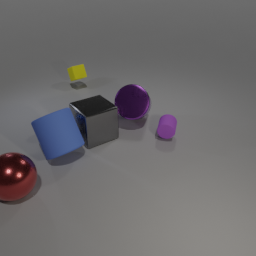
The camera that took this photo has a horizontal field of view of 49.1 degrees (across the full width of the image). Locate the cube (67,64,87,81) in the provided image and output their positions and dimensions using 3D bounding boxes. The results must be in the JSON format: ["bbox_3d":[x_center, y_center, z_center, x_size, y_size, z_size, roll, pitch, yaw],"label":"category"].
[{"bbox_3d":[-2.712,-2.942,14.918,0.700,0.700,0.700,-21,12,-31],"label":"cube"}]

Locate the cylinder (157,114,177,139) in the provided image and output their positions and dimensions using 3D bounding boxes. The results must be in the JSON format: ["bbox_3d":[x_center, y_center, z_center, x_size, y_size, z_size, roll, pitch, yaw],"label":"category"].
[{"bbox_3d":[1.518,-0.060,10.856,0.700,0.700,0.700,7,38,12],"label":"cylinder"}]

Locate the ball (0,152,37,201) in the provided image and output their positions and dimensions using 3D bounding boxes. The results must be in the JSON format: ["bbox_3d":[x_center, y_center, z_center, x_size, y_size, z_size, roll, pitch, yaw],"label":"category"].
[{"bbox_3d":[-3.364,1.401,8.123,1.400,1.400,1.400,0,31,0],"label":"ball"}]

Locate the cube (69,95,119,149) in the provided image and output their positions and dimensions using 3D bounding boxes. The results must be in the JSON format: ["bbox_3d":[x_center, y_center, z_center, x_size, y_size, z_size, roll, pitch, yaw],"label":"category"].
[{"bbox_3d":[-1.311,-0.280,10.909,1.400,1.400,1.400,-20,36,-29],"label":"cube"}]

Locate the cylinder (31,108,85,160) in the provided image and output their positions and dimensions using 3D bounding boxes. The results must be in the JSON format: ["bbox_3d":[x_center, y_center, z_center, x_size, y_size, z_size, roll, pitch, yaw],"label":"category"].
[{"bbox_3d":[-2.404,0.188,9.669,1.400,1.400,1.400,-22,5,2],"label":"cylinder"}]

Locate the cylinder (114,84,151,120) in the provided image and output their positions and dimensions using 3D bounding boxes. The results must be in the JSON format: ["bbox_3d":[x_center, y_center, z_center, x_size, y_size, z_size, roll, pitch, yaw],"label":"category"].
[{"bbox_3d":[0.237,-1.042,11.658,1.400,1.400,1.400,4,2,7],"label":"cylinder"}]
